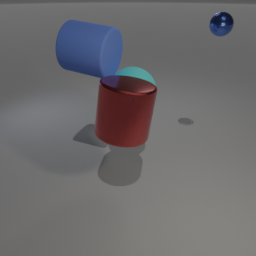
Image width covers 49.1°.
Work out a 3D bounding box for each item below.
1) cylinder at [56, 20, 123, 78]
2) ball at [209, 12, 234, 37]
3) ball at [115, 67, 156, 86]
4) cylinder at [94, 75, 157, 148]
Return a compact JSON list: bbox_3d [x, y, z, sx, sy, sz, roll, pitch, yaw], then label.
[{"bbox_3d":[-1.048,-2.190,7.831,1.400,1.400,1.400,16,31,17],"label":"cylinder"},{"bbox_3d":[2.806,-3.115,8.414,0.700,0.700,0.700,0,28,0],"label":"ball"},{"bbox_3d":[0.129,-1.076,8.198,1.400,1.400,1.400,0,28,0],"label":"ball"},{"bbox_3d":[-0.077,-0.446,6.959,1.400,1.400,1.400,7,25,-3],"label":"cylinder"}]
